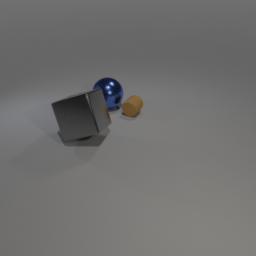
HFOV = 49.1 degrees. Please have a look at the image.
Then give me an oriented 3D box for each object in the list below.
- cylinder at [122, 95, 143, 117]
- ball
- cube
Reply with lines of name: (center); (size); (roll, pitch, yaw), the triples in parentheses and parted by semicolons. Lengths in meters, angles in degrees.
cylinder: (0.196, -0.951, 11.993); (0.700, 0.700, 0.700); (14, 38, 24)
ball: (-0.897, -1.535, 12.400); (1.400, 1.400, 1.400); (0, 29, 0)
cube: (-1.596, -0.499, 9.930); (1.400, 1.400, 1.400); (-12, 12, 18)
